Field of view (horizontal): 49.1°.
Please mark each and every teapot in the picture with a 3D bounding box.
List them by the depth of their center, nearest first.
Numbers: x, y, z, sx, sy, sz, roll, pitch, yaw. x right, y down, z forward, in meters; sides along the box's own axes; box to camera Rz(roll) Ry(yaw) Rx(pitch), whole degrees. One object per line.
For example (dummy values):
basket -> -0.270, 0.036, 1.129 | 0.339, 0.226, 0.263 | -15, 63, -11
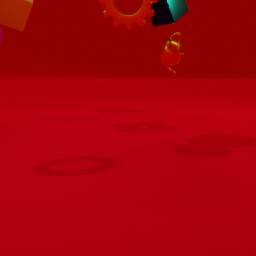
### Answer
teapot -> 1.683, -2.747, 10.477 | 0.793, 1.620, 1.007 | 16, 28, 16

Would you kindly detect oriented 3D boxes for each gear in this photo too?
gear -> 0.012, -3.890, 8.443 | 1.708, 1.708, 0.316 | 1, 30, 3

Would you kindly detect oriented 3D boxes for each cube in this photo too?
cube -> -3.150, -3.439, 7.458 | 1.016, 1.016, 1.016 | 13, -36, -30
cube -> 1.437, -4.543, 10.423 | 1.046, 1.046, 1.046 | 12, 48, 47
